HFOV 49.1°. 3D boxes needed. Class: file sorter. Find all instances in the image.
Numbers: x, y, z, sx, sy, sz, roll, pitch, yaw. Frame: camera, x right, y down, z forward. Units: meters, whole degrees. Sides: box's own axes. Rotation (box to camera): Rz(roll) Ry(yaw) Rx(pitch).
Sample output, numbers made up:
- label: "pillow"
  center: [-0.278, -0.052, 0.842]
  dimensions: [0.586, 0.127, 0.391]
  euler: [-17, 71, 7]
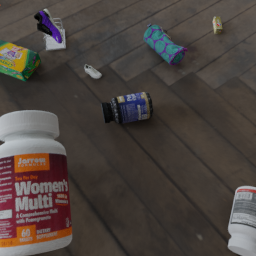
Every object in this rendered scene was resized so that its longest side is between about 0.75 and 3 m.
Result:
- label: "file sorter"
  center: [-3.010, -3.832, 11.411]
  dimensions: [0.782, 0.702, 1.127]
  euler: [-8, 59, -5]

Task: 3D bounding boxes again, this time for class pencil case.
- label: "pencil case"
  center: [1.423, -3.294, 11.023]
  dimensions: [0.861, 0.793, 1.864]
  euler: [-43, 65, 8]

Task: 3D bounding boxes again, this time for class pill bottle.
- label: "pill bottle"
  center: [-0.045, -0.636, 9.375]
  dimensions: [1.628, 0.910, 0.910]
  euler: [-11, 60, -7]
- label: "pill bottle"
  center: [3.233, 2.495, 7.480]
  dimensions: [0.960, 0.960, 1.657]
  euler: [19, 61, 11]
- label: "pill bottle"
  center: [-1.920, 1.055, 5.610]
  dimensions: [1.425, 1.425, 2.601]
  euler: [-7, 77, -4]

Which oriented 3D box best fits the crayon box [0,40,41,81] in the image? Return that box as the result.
- label: "crayon box"
  center: [-4.452, -2.613, 10.765]
  dimensions: [1.849, 0.539, 1.098]
  euler: [21, 61, 12]

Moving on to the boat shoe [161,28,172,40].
- label: "boat shoe"
  center: [1.484, -3.955, 11.696]
  dimensions: [0.312, 0.346, 0.962]
  euler: [-41, 61, -16]

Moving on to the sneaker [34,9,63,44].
- label: "sneaker"
  center: [-2.755, -3.377, 9.543]
  dimensions: [0.644, 0.450, 1.294]
  euler: [-31, 88, -29]

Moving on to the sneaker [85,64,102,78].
- label: "sneaker"
  center: [-1.340, -2.150, 10.639]
  dimensions: [0.755, 0.304, 0.288]
  euler: [28, 61, 14]

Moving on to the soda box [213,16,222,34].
- label: "soda box"
  center: [3.828, -4.396, 11.988]
  dimensions: [0.264, 0.280, 0.826]
  euler: [3, 59, 2]
